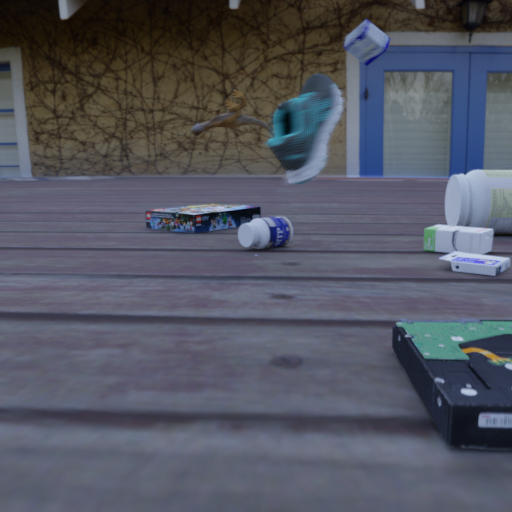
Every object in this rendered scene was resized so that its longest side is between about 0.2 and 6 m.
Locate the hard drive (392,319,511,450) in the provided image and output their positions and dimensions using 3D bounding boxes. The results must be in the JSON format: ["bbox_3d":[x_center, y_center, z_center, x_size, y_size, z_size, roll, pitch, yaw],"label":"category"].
[{"bbox_3d":[1.769,0.858,4.107,1.240,0.336,1.775,0,11,2],"label":"hard drive"}]

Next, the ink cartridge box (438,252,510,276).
[{"bbox_3d":[3.365,0.112,8.652,0.860,0.187,0.852,10,14,36],"label":"ink cartridge box"}]

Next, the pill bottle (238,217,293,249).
[{"bbox_3d":[0.162,-0.424,10.541,0.973,0.582,0.582,-9,14,-41],"label":"pill bottle"}]

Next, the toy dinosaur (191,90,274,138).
[{"bbox_3d":[-0.381,-2.769,11.287,1.871,0.565,0.994,-2,-33,-10],"label":"toy dinosaur"}]

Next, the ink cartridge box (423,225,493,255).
[{"bbox_3d":[3.692,-0.294,10.231,1.025,0.431,0.746,8,13,38],"label":"ink cartridge box"}]

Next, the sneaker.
[{"bbox_3d":[0.907,-2.687,10.753,0.997,2.570,1.172,-11,-37,38],"label":"sneaker"}]

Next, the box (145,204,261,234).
[{"bbox_3d":[-1.268,-0.958,13.855,1.655,0.457,2.424,8,13,38],"label":"box"}]

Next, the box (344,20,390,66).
[{"bbox_3d":[2.285,-4.393,11.578,0.682,0.358,0.628,28,-28,-22],"label":"box"}]

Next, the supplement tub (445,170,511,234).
[{"bbox_3d":[5.327,-1.182,12.344,1.979,1.435,1.435,1,10,3],"label":"supplement tub"}]
